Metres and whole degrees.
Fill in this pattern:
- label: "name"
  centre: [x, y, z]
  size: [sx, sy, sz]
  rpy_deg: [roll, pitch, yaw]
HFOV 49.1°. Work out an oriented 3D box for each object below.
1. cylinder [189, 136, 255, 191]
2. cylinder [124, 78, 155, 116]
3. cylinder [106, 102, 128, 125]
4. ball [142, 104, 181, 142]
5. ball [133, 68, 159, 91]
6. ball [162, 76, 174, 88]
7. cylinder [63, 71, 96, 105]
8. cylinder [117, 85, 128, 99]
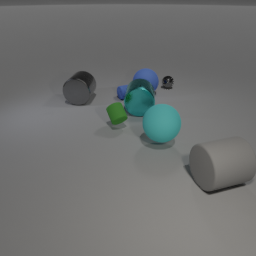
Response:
- label: "cylinder"
  centre: [2.770, 1.040, 8.303]
  size: [1.400, 1.400, 1.400]
  rpy_deg: [-9, 29, -17]
- label: "cylinder"
  centre: [0.554, -1.452, 13.135]
  size: [1.400, 1.400, 1.400]
  rpy_deg: [2, 27, 3]
- label: "cylinder"
  centre: [-0.461, -0.596, 11.578]
  size: [0.700, 0.700, 0.700]
  rpy_deg: [-15, 71, -26]
- label: "ball"
  centre: [1.224, -0.175, 10.175]
  size: [1.400, 1.400, 1.400]
  rpy_deg: [0, 27, 0]
- label: "ball"
  centre: [0.951, -2.497, 15.103]
  size: [1.400, 1.400, 1.400]
  rpy_deg: [0, 27, 0]
- label: "ball"
  centre: [2.304, -2.663, 16.177]
  size: [0.700, 0.700, 0.700]
  rpy_deg: [0, 27, 0]
- label: "cylinder"
  centre: [-2.450, -2.054, 14.310]
  size: [1.400, 1.400, 1.400]
  rpy_deg: [3, 27, 7]
- label: "cylinder"
  centre: [-0.136, -1.909, 14.798]
  size: [0.700, 0.700, 0.700]
  rpy_deg: [-14, 30, -25]
